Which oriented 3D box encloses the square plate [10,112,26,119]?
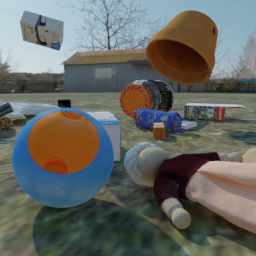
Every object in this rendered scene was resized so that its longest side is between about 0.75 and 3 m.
[{"bbox_3d":[-5.380,-0.491,11.912,1.880,0.267,1.862,-2,2,-17],"label":"square plate"}]

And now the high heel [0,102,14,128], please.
[{"bbox_3d":[-4.970,-0.170,9.634,1.834,0.919,2.573,-32,7,-26],"label":"high heel"}]

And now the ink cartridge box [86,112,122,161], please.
[{"bbox_3d":[-1.020,0.129,6.967,1.460,0.841,2.521,-1,9,-8],"label":"ink cartridge box"}]

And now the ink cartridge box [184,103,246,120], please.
[{"bbox_3d":[4.049,-0.771,13.218,2.669,0.672,1.454,4,10,15],"label":"ink cartridge box"}]

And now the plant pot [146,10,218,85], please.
[{"bbox_3d":[2.326,-3.274,11.139,2.730,1.911,2.730,26,-17,9],"label":"plant pot"}]

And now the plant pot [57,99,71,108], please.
[{"bbox_3d":[-3.729,-1.239,16.100,0.736,0.737,1.042,-4,2,-23],"label":"plant pot"}]

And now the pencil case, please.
[{"bbox_3d":[1.057,-0.310,10.047,1.764,0.766,0.688,8,-14,37],"label":"pencil case"}]

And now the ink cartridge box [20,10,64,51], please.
[{"bbox_3d":[-2.618,-2.965,8.595,1.190,0.501,0.860,14,-27,-7],"label":"ink cartridge box"}]

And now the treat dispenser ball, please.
[{"bbox_3d":[-0.866,0.396,3.847,1.345,1.345,1.345,0,9,0],"label":"treat dispenser ball"}]

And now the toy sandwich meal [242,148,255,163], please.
[{"bbox_3d":[1.783,0.588,4.287,1.074,0.368,1.074,-35,12,8],"label":"toy sandwich meal"}]

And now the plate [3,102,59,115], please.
[{"bbox_3d":[-4.953,-1.047,14.657,2.733,0.443,2.739,12,9,43],"label":"plate"}]

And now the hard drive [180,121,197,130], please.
[{"bbox_3d":[1.707,-0.146,10.743,1.532,0.194,1.011,7,11,37],"label":"hard drive"}]

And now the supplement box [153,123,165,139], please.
[{"bbox_3d":[0.984,0.074,8.875,0.376,0.363,1.092,-1,8,8],"label":"supplement box"}]

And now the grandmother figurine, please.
[{"bbox_3d":[0.997,0.672,3.748,1.621,0.809,2.673,-16,18,-41],"label":"grandmother figurine"}]

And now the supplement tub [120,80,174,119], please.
[{"bbox_3d":[0.909,-1.331,13.046,1.809,1.809,2.953,5,9,26],"label":"supplement tub"}]
